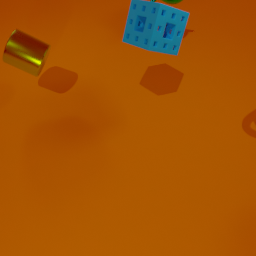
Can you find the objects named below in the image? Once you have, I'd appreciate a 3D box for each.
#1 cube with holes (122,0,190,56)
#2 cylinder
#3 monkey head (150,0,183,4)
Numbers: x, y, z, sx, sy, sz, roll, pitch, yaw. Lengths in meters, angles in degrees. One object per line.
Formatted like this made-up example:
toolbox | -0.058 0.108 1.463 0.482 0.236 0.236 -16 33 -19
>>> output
cube with holes | 0.572 -2.125 5.938 0.882 0.882 0.882 -4 27 -41
cylinder | -2.553 -1.894 7.112 0.903 0.903 0.903 24 53 -16
monkey head | 1.195 -4.075 8.066 1.717 1.035 1.235 -22 18 -17
